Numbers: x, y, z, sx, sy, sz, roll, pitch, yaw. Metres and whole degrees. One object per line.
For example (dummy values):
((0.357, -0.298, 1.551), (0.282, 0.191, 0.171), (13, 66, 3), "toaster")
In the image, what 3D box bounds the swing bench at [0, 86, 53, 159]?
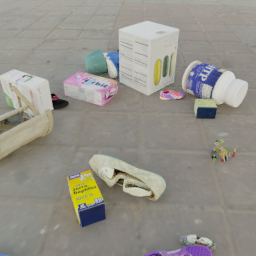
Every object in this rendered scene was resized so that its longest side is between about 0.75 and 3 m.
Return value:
((-4.330, -0.014, 10.022), (2.409, 1.563, 2.396), (31, 46, 29), "swing bench")

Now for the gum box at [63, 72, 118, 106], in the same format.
((-1.713, -1.860, 13.130), (2.283, 0.755, 1.296), (18, 40, 23), "gum box")

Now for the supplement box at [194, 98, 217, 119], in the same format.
((3.278, -0.837, 11.918), (0.811, 0.544, 0.810), (2, 36, 2), "supplement box")

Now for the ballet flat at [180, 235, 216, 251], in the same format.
((1.771, 2.848, 7.087), (0.893, 0.321, 0.321), (10, 37, 14), "ballet flat")

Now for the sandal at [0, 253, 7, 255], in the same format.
((-3.122, 3.101, 6.514), (1.348, 0.587, 0.536), (11, 36, 12), "sandal")

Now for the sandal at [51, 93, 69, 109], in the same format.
((-3.529, -1.320, 12.674), (1.903, 0.429, 0.715), (19, 40, 24), "sandal")

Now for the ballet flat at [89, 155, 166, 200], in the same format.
((-0.168, 1.476, 8.475), (2.620, 0.884, 0.817), (14, 39, 19), "ballet flat")

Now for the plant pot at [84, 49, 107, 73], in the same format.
((-1.789, -3.510, 15.077), (1.008, 1.256, 1.256), (-19, 39, -9), "plant pot")

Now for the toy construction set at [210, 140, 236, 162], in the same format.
((3.312, 0.736, 9.688), (0.834, 0.641, 0.696), (0, 36, -2), "toy construction set")

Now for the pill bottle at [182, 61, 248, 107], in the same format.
((3.892, -1.943, 12.597), (2.568, 1.537, 1.537), (30, 46, 34), "pill bottle")

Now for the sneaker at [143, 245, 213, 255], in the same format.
((0.864, 3.095, 6.108), (2.421, 1.070, 0.974), (-11, 36, -17), "sneaker")

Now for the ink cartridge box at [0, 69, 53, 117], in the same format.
((-4.317, -1.483, 11.997), (2.047, 1.482, 0.860), (20, 41, 25), "ink cartridge box")

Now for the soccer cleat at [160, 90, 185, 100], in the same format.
((2.074, -1.559, 13.008), (1.155, 0.423, 0.394), (-2, 36, -3), "soccer cleat")

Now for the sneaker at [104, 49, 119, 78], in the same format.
((-0.497, -3.602, 15.319), (1.429, 0.986, 2.568), (-15, 31, -6), "sneaker")

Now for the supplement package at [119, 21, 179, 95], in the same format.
((0.969, -3.441, 13.624), (2.046, 2.716, 2.061), (30, 46, 35), "supplement package")

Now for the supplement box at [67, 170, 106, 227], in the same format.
((-1.185, 1.963, 7.923), (0.728, 0.733, 1.338), (-14, 38, -19), "supplement box")
